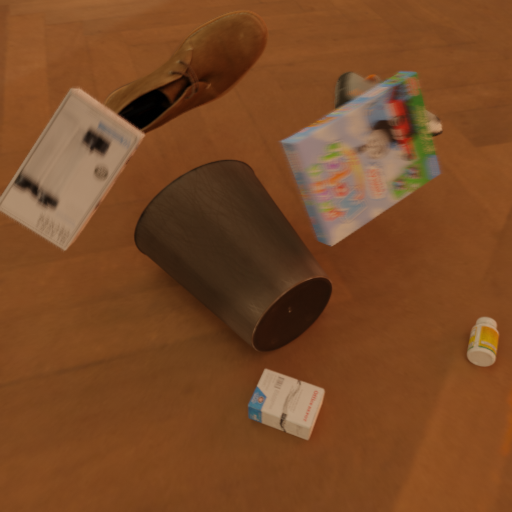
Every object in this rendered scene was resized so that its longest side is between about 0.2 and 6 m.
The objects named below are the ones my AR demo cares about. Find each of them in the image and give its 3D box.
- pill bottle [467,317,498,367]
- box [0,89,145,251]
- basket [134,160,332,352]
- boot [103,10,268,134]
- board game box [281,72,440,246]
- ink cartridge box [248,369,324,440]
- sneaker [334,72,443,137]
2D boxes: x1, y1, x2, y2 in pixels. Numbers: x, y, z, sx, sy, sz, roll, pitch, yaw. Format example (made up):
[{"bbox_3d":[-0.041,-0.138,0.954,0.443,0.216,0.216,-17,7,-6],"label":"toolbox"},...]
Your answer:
[{"bbox_3d":[3.853,1.436,9.485,0.445,0.445,0.788,16,48,15],"label":"pill bottle"},{"bbox_3d":[-2.509,-1.165,7.652,1.115,1.911,0.575,35,9,-15],"label":"box"},{"bbox_3d":[-0.236,0.035,9.855,2.697,2.034,2.991,-31,57,-20],"label":"basket"},{"bbox_3d":[-1.255,-3.280,10.534,3.647,1.343,1.376,-33,26,3],"label":"boot"},{"bbox_3d":[1.760,-1.557,8.984,2.443,1.848,0.447,-33,29,-15],"label":"board game box"},{"bbox_3d":[0.467,2.290,8.657,1.004,0.423,0.726,16,48,16],"label":"ink cartridge box"},{"bbox_3d":[2.484,-2.656,10.240,2.918,1.157,1.078,-2,-5,-45],"label":"sneaker"}]
